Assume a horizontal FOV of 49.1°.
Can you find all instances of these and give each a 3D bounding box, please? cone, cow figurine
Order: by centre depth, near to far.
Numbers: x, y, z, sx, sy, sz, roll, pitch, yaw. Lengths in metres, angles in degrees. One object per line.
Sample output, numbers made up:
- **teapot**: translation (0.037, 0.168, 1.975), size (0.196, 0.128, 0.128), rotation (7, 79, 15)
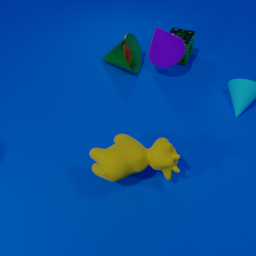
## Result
- **cow figurine**: translation (0.203, 0.739, 6.394), size (1.736, 0.953, 1.708), rotation (-26, 32, -37)
- **cone**: translation (3.272, -0.750, 8.109), size (0.991, 0.991, 0.994), rotation (18, 81, 13)
- **cone**: translation (1.001, -2.603, 8.273), size (1.174, 1.178, 1.174), rotation (-8, 69, 20)
- **cone**: translation (-0.362, -2.354, 9.197), size (1.252, 1.248, 1.248), rotation (-3, 49, 28)

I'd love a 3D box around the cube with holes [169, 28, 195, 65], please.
- **cube with holes**: translation (1.712, -2.728, 9.342), size (0.789, 0.789, 0.789), rotation (18, 55, 21)
